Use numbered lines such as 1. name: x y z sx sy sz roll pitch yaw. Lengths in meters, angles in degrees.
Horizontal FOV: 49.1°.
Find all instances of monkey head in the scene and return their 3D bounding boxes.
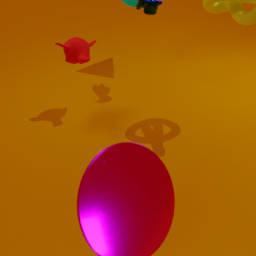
1. monkey head: -1.392 -2.200 7.954 1.235 0.744 0.888 -13 20 -29

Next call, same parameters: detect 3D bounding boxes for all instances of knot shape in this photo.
1. knot shape: 2.794 -3.151 6.444 1.679 0.829 1.794 -44 39 -18

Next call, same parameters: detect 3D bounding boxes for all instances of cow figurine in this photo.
1. cow figurine: 0.603 -3.901 8.414 0.589 1.074 1.056 -3 2 -18

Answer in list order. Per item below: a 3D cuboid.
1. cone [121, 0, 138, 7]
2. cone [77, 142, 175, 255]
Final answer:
1. cone: 0.503 -5.192 10.020 1.571 1.571 1.577 12 27 13
2. cone: -0.321 0.894 3.528 1.281 1.281 1.286 -38 13 -35
